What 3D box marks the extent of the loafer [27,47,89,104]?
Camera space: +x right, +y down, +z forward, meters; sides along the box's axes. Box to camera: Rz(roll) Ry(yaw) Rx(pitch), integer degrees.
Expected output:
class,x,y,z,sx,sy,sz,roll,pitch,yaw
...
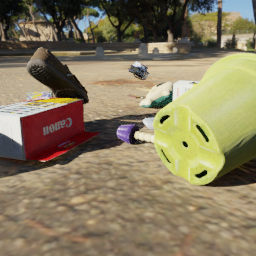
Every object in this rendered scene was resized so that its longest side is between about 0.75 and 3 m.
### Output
class,x,y,z,sx,sy,sz,roll,pitch,yaw
loafer,-1.987,-1.555,8.733,0.969,0.942,2.655,-7,-26,18

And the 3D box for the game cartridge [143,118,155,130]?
class,x,y,z,sx,sy,sz,roll,pitch,yaw
game cartridge,1.210,-0.166,9.602,1.258,0.255,0.839,-3,14,-10

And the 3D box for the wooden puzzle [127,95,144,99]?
class,x,y,z,sx,sy,sz,roll,pitch,yaw
wooden puzzle,0.427,-1.661,14.818,0.584,0.069,0.985,-14,22,-38

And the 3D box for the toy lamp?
class,x,y,z,sx,sy,sz,roll,pitch,yaw
toy lamp,0.610,0.290,7.533,2.033,0.592,0.592,13,21,33

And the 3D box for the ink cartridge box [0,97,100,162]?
class,x,y,z,sx,sy,sz,roll,pitch,yaw
ink cartridge box,-2.366,-0.101,7.696,2.312,1.104,2.633,5,17,23

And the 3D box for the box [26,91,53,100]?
class,x,y,z,sx,sy,sz,roll,pitch,yaw
box,-4.353,-1.562,13.858,1.221,0.428,0.393,-3,17,-7

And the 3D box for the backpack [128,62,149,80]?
class,x,y,z,sx,sy,sz,roll,pitch,yaw
backpack,0.525,-2.475,12.213,0.804,0.650,0.844,31,12,-30

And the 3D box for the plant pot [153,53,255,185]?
class,x,y,z,sx,sy,sz,roll,pitch,yaw
plant pot,1.907,-0.052,6.012,2.363,2.570,2.570,-27,29,-33

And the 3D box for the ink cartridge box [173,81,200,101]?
class,x,y,z,sx,sy,sz,roll,pitch,yaw
ink cartridge box,2.609,-0.905,9.995,1.928,1.405,0.798,8,20,27

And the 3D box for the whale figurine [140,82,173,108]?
class,x,y,z,sx,sy,sz,roll,pitch,yaw
whale figurine,1.409,-1.327,12.618,1.871,0.971,1.489,-39,22,-30
